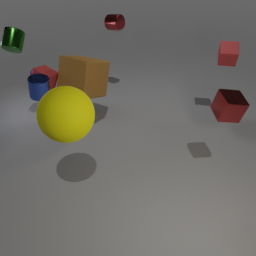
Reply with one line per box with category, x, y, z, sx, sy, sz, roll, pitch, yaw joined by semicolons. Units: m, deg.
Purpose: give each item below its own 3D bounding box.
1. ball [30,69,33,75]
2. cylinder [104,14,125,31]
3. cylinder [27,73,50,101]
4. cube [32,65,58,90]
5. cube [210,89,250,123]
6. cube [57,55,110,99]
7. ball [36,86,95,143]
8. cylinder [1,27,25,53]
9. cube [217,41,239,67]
ball;-3.868;-2.281;12.094;0.700;0.700;0.700;0;32;0
cylinder;-0.604;-4.836;12.825;0.700;0.700;0.700;17;36;34
cylinder;-2.988;-1.370;9.440;0.700;0.700;0.700;5;38;-4
cube;-3.183;-1.890;10.665;0.700;0.700;0.700;31;31;11
cube;2.920;-0.637;8.100;0.700;0.700;0.700;3;44;-12
cube;-1.716;-1.980;10.805;1.400;1.400;1.400;18;20;27
ball;-1.525;-0.331;6.910;1.400;1.400;1.400;0;32;0
cylinder;-4.041;-3.091;9.868;0.700;0.700;0.700;8;-5;1
cube;3.998;-2.962;11.176;0.700;0.700;0.700;7;62;11
